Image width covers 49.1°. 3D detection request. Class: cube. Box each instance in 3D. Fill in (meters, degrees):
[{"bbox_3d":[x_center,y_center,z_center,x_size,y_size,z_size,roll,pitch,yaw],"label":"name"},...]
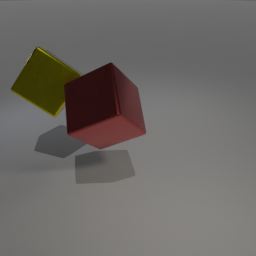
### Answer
[{"bbox_3d":[-2.269,-1.339,8.172,1.400,1.400,1.400,33,6,-11],"label":"cube"},{"bbox_3d":[-0.554,-0.461,6.855,1.400,1.400,1.400,-20,64,22],"label":"cube"}]
